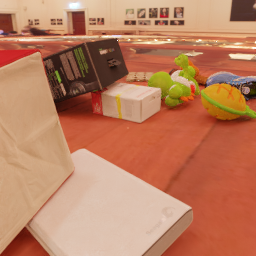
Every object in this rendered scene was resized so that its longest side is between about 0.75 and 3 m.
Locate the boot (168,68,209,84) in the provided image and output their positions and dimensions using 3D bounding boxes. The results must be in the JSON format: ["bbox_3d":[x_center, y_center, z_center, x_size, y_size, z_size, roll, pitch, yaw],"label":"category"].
[{"bbox_3d":[2.890,-2.102,12.495,1.923,0.658,1.810,27,26,35],"label":"boot"}]

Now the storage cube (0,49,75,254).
[{"bbox_3d":[-2.381,0.221,3.826,2.212,2.103,2.460,6,32,25],"label":"storage cube"}]

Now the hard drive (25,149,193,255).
[{"bbox_3d":[-0.560,1.160,4.129,1.634,0.325,2.478,-31,35,-34],"label":"hard drive"}]

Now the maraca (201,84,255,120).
[{"bbox_3d":[3.001,-0.730,8.337,1.878,1.005,1.288,14,32,-22],"label":"maraca"}]

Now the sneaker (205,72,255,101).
[{"bbox_3d":[4.058,-1.550,10.382,2.389,0.938,1.065,0,19,-2],"label":"sneaker"}]

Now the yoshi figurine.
[{"bbox_3d":[1.600,-1.716,10.197,1.644,1.650,2.937,-8,20,24],"label":"yoshi figurine"}]

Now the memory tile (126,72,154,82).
[{"bbox_3d":[0.609,-2.526,13.839,1.371,0.150,1.789,1,23,3],"label":"memory tile"}]

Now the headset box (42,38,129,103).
[{"bbox_3d":[-1.675,-1.841,9.180,2.990,1.387,2.604,-14,15,22],"label":"headset box"}]

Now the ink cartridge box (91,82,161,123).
[{"bbox_3d":[-0.043,-0.848,8.800,1.809,0.755,1.313,13,28,30],"label":"ink cartridge box"}]
